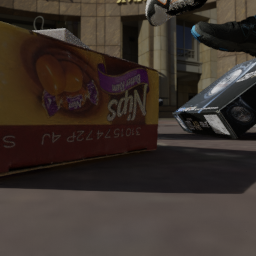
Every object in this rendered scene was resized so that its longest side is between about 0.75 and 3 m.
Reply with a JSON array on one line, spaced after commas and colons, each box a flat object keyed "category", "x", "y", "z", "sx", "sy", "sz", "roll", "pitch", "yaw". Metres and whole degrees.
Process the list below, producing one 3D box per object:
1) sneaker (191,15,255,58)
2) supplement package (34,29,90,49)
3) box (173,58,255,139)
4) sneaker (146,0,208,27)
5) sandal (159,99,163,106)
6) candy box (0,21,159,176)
[{"category": "sneaker", "x": 2.909, "y": -2.436, "z": 7.189, "sx": 2.572, "sy": 1.053, "sz": 0.942, "roll": 11, "pitch": 16, "yaw": -7}, {"category": "supplement package", "x": -2.050, "y": -0.686, "z": 5.062, "sx": 2.680, "sy": 1.625, "sz": 1.605, "roll": 0, "pitch": 2, "yaw": 10}, {"category": "box", "x": 1.938, "y": -0.607, "z": 4.987, "sx": 1.841, "sy": 0.500, "sz": 2.298, "roll": -37, "pitch": 6, "yaw": -4}, {"category": "sneaker", "x": 1.416, "y": -3.489, "z": 7.522, "sx": 0.958, "sy": 1.040, "sz": 2.600, "roll": -4, "pitch": -16, "yaw": -36}, {"category": "sandal", "x": 0.297, "y": -0.600, "z": 11.106, "sx": 2.597, "sy": 0.556, "sz": 0.988, "roll": -26, "pitch": 29, "yaw": -28}, {"category": "candy box", "x": -1.352, "y": -0.192, "z": 2.704, "sx": 2.894, "sy": 0.817, "sz": 1.688, "roll": 3, "pitch": 3, "yaw": 35}]
